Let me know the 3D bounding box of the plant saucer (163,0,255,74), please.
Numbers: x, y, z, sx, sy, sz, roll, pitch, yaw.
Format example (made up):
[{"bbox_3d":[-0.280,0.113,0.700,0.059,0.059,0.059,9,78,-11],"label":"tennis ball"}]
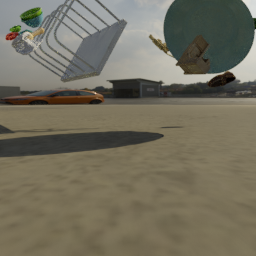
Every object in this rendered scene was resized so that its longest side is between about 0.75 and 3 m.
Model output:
[{"bbox_3d":[2.303,-2.795,8.070,2.591,2.591,0.499,4,43,34],"label":"plant saucer"}]

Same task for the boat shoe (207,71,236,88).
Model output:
[{"bbox_3d":[3.326,-1.681,9.875,1.140,0.401,0.401,-27,-29,-20],"label":"boat shoe"}]

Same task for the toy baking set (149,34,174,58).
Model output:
[{"bbox_3d":[1.361,-2.896,10.041,1.446,0.168,1.110,51,32,20],"label":"toy baking set"}]

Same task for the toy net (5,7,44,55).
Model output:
[{"bbox_3d":[-2.456,-2.220,6.472,1.028,0.378,1.960,-17,41,1],"label":"toy net"}]

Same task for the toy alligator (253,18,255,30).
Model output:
[{"bbox_3d":[3.909,-3.376,9.639,2.629,0.871,0.632,-20,1,0],"label":"toy alligator"}]

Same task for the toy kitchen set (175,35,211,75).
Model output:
[{"bbox_3d":[1.945,-1.711,7.029,0.815,0.999,0.901,39,-7,-25],"label":"toy kitchen set"}]

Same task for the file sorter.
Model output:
[{"bbox_3d":[-1.861,-2.955,9.388,1.824,2.033,2.930,33,-15,-32],"label":"file sorter"}]
